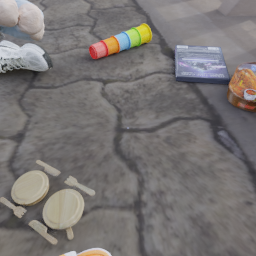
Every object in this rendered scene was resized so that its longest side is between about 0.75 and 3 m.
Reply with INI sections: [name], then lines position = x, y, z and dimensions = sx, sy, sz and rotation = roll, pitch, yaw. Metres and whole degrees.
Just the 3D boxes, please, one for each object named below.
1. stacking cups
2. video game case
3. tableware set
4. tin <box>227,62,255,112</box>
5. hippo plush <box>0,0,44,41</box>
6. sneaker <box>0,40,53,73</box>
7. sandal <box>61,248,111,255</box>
[stacking cups]
position = -0.262, -3.206, 10.674
dimensions = 2.547, 0.771, 0.771
rotation = -31, 49, -25
[video game case]
position = 2.546, -2.309, 9.909
dimensions = 1.726, 0.229, 2.416
rotation = 4, 42, 5
[tableware set]
position = -1.557, 1.411, 5.502
dimensions = 1.753, 0.351, 1.159
rotation = 21, 57, 31
[tin]
position = 3.864, -1.295, 8.555
dimensions = 1.353, 0.506, 2.416
rotation = 16, 43, 24
[hippo plush]
position = -2.913, -3.251, 6.518
dimensions = 2.031, 2.050, 2.550
rotation = 5, 4, -23
[sneaker]
position = -3.792, -2.051, 9.227
dimensions = 2.646, 0.998, 1.522
rotation = 16, 52, 29
[sandal]
position = -1.371, 2.505, 3.867
dimensions = 2.723, 0.780, 1.043
rotation = -20, 45, -22
